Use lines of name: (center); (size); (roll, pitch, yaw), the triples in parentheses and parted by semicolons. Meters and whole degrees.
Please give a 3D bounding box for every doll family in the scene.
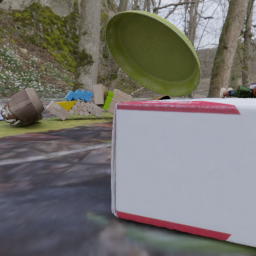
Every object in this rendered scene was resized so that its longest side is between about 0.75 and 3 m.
doll family: (4.422, -0.707, 8.772); (2.999, 1.177, 1.733); (-1, 2, -29)

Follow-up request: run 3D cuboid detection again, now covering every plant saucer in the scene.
plant saucer: (0.607, -1.746, 6.618); (2.550, 0.396, 2.550); (30, -20, 12)

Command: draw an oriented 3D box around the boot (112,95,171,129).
boot: (0.298, -0.333, 6.143); (1.465, 0.539, 0.553); (-30, -2, -7)

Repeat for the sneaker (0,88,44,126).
sneaker: (-3.064, -0.547, 7.951); (1.025, 0.956, 2.713); (-27, 4, -20)

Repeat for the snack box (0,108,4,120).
snack box: (-4.788, -0.506, 9.882); (1.537, 0.407, 1.093); (-1, 7, -7)

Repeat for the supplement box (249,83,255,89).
supplement box: (5.594, -1.072, 10.625); (1.329, 1.048, 2.030); (16, 5, -7)

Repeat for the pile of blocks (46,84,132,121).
pile of blocks: (-1.416, -0.937, 10.075); (2.997, 1.230, 0.931); (-3, 8, -21)

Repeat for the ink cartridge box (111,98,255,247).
ink cartridge box: (1.017, 0.169, 2.667); (1.568, 0.891, 2.152); (3, 8, 24)
